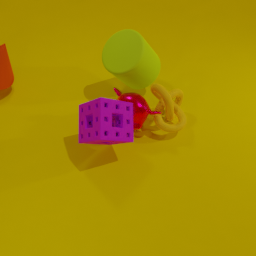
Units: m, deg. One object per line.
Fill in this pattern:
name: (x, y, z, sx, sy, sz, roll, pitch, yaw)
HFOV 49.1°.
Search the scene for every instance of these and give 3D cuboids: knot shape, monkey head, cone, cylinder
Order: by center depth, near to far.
monkey head: (0.171, -0.465, 7.393, 1.499, 0.903, 1.078, 31, 12, 22)
knot shape: (1.105, -0.487, 7.491, 0.647, 1.401, 1.311, -19, 61, 33)
cone: (-3.760, -1.998, 8.123, 1.277, 1.282, 1.277, 24, 45, -26)
cylinder: (0.121, -1.978, 8.254, 1.335, 1.335, 1.335, -6, 76, 25)

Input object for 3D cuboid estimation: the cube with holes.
cube with holes: (-0.522, -0.114, 6.548, 0.920, 0.920, 0.920, 6, -11, -40)
